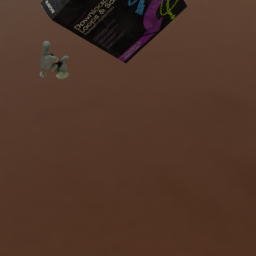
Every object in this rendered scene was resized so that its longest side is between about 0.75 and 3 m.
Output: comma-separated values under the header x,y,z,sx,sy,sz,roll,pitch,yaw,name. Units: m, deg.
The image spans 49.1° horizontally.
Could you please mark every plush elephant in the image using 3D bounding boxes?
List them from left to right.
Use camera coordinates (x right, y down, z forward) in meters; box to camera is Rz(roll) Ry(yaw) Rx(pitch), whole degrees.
x,y,z,sx,sy,sz,roll,pitch,yaw,name
-1.586,-1.422,6.232,0.600,0.774,0.638,-6,48,-40,plush elephant

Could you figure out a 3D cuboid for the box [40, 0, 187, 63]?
x,y,z,sx,sy,sz,roll,pitch,yaw,name
-0.061,-2.376,5.425,0.489,1.937,2.709,58,21,19,box
